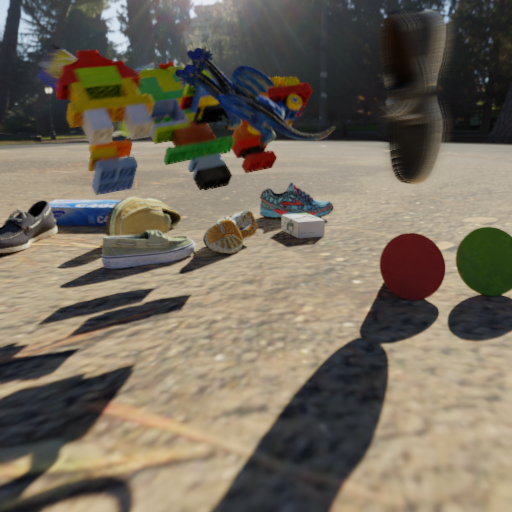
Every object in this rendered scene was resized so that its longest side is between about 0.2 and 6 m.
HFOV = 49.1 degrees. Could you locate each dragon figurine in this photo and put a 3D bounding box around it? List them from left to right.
[{"bbox_3d":[-0.119,-2.443,8.893,2.636,0.776,1.310,31,-5,25],"label":"dragon figurine"}]

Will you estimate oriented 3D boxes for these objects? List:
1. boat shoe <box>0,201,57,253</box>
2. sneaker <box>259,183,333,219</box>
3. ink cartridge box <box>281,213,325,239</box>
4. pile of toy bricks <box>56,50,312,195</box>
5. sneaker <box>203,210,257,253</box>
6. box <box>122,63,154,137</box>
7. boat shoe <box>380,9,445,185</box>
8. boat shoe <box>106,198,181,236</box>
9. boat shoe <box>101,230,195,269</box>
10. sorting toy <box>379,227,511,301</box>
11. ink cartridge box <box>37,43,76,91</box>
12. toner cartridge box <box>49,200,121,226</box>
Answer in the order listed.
[{"bbox_3d":[-5.349,-0.662,12.463,0.967,0.834,2.661,3,15,10],"label":"boat shoe"},{"bbox_3d":[1.112,-1.505,15.347,2.042,0.976,0.810,0,15,-1],"label":"sneaker"},{"bbox_3d":[1.132,-0.738,13.571,0.718,0.413,0.984,-6,16,-22],"label":"ink cartridge box"},{"bbox_3d":[-1.520,-2.867,10.832,4.688,2.601,2.314,-16,66,-30],"label":"pile of toy bricks"},{"bbox_3d":[-0.709,-0.428,12.240,0.859,0.741,1.960,-16,7,28],"label":"sneaker"},{"bbox_3d":[-2.893,-3.809,13.740,0.402,1.686,1.028,-4,8,-39],"label":"box"},{"bbox_3d":[2.593,-2.706,9.766,1.002,2.963,1.064,-15,20,-40],"label":"boat shoe"},{"bbox_3d":[-2.516,-0.863,13.192,1.049,0.987,2.754,15,18,10],"label":"boat shoe"},{"bbox_3d":[-2.091,-0.197,11.134,2.010,0.623,0.724,-12,19,-38],"label":"boat shoe"},{"bbox_3d":[3.560,0.175,9.629,3.296,1.143,1.135,-4,-8,-7],"label":"sorting toy"},{"bbox_3d":[-4.809,-4.520,13.457,0.899,0.909,0.214,36,2,20],"label":"ink cartridge box"},{"bbox_3d":[-4.367,-1.157,14.944,2.365,0.510,1.123,0,15,1],"label":"toner cartridge box"}]
